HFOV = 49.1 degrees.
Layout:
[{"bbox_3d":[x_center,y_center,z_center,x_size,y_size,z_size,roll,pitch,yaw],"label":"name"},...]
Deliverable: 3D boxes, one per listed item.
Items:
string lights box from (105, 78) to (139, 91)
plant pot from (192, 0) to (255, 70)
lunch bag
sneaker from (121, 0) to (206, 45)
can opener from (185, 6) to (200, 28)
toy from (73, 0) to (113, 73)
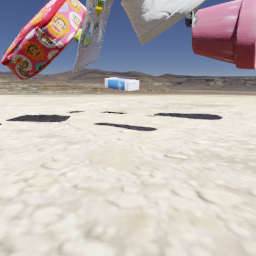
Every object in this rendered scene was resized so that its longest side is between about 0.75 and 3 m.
[{"bbox_3d":[-0.271,-1.905,12.097,1.368,0.403,0.703,15,20,37],"label":"string lights box"},{"bbox_3d":[3.337,-3.177,9.342,2.072,2.315,2.315,11,12,27],"label":"plant pot"},{"bbox_3d":[-2.505,-2.923,8.645,2.748,1.126,2.420,-27,35,33],"label":"lunch bag"},{"bbox_3d":[0.737,-2.822,5.863,2.303,1.331,0.849,-19,18,48],"label":"sneaker"},{"bbox_3d":[1.948,-3.752,8.565,0.450,1.345,0.359,12,37,27],"label":"can opener"},{"bbox_3d":[-1.550,-3.719,10.879,0.692,2.930,1.687,36,41,12],"label":"toy"}]
